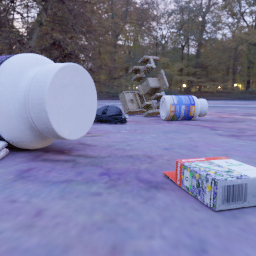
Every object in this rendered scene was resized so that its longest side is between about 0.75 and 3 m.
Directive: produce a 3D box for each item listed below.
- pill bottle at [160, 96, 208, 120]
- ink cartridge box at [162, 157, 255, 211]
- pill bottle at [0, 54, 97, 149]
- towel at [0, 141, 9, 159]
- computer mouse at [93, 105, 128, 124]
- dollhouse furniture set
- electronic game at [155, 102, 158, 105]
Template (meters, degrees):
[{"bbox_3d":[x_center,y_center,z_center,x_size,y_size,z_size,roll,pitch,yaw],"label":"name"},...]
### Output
[{"bbox_3d":[2.068,-0.737,10.355,1.624,0.910,0.910,-1,7,-11],"label":"pill bottle"},{"bbox_3d":[0.835,0.470,2.851,0.606,0.280,1.113,-2,8,-17],"label":"ink cartridge box"},{"bbox_3d":[-2.077,-0.471,5.049,2.917,1.625,1.625,3,7,30],"label":"pill bottle"},{"bbox_3d":[-2.551,0.399,3.689,1.493,0.241,1.426,-1,7,-3],"label":"towel"},{"bbox_3d":[-0.662,-0.515,9.937,1.477,0.562,2.133,0,7,5],"label":"computer mouse"},{"bbox_3d":[1.040,-1.613,12.621,1.680,2.217,2.529,-7,-17,-37],"label":"dollhouse furniture set"},{"bbox_3d":[0.990,-1.537,18.609,2.440,0.508,2.440,6,13,-1],"label":"electronic game"}]
